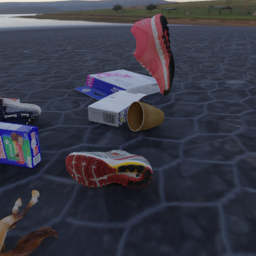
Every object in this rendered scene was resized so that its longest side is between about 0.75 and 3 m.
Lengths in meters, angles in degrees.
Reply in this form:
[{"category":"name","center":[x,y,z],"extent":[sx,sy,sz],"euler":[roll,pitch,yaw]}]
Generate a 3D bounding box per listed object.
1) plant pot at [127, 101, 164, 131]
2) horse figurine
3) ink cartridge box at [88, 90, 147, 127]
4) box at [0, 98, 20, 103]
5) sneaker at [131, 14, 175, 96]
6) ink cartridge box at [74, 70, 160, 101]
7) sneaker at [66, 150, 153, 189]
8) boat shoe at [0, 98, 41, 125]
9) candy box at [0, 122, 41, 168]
[{"category":"plant pot","center":[0.598,-0.339,8.548],"extent":[0.959,0.894,0.894],"euler":[1,20,-34]},{"category":"horse figurine","center":[-2.430,1.592,4.391],"extent":[2.460,0.614,1.631],"euler":[10,38,8]},{"category":"ink cartridge box","center":[-0.279,-0.730,9.632],"extent":[1.163,0.537,2.134],"euler":[13,27,26]},{"category":"box","center":[-4.123,-0.487,8.973],"extent":[0.898,0.627,1.179],"euler":[3,25,6]},{"category":"sneaker","center":[0.482,-1.339,5.337],"extent":[0.694,1.600,0.590],"euler":[0,41,20]},{"category":"ink cartridge box","center":[-0.450,-1.871,12.057],"extent":[2.784,0.603,2.734],"euler":[-18,31,-37]},{"category":"sneaker","center":[-0.418,0.854,6.113],"extent":[1.875,0.730,0.770],"euler":[9,20,-2]},{"category":"boat shoe","center":[-3.296,-0.222,8.419],"extent":[0.787,0.978,2.109],"euler":[-13,-6,15]},{"category":"candy box","center":[-2.695,0.396,6.698],"extent":[1.096,0.927,0.422],"euler":[7,22,16]}]
